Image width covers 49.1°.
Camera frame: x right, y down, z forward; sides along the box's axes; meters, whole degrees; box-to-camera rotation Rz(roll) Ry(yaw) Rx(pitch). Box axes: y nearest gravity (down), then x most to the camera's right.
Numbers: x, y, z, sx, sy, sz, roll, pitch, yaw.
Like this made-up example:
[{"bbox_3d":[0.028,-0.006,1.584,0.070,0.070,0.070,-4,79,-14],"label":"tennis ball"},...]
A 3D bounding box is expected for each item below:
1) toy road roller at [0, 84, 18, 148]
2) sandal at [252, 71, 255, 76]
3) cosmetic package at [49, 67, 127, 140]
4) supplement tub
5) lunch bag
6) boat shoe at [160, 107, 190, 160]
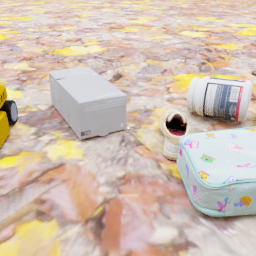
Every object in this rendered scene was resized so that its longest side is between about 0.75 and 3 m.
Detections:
[{"bbox_3d":[-4.298,-0.602,7.757,1.654,1.964,2.691,-2,31,-4],"label":"toy road roller"},{"bbox_3d":[6.056,-2.417,12.425,0.461,0.308,1.127,-21,37,-31],"label":"sandal"},{"bbox_3d":[-1.375,-0.922,8.998,1.566,1.322,2.931,-14,31,-29],"label":"cosmetic package"},{"bbox_3d":[2.923,-0.955,8.953,1.814,1.273,1.273,12,33,24],"label":"supplement tub"},{"bbox_3d":[2.542,0.844,6.251,2.688,1.036,2.156,-4,29,-7],"label":"lunch bag"},{"bbox_3d":[1.383,-0.074,7.968,0.872,0.818,2.364,4,32,1],"label":"boat shoe"}]
